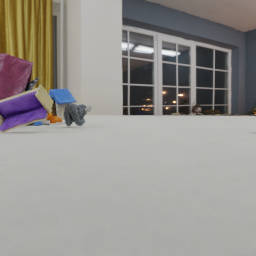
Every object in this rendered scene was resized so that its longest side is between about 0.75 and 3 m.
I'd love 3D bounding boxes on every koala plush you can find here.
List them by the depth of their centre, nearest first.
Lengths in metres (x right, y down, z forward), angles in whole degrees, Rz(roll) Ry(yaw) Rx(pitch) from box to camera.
[{"bbox_3d":[-1.478,-0.492,8.390,0.672,0.697,0.758,0,21,33],"label":"koala plush"}]

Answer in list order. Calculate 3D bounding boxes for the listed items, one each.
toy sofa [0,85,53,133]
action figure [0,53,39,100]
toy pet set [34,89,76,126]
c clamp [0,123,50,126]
[{"bbox_3d":[-2.284,-0.406,5.971,1.255,0.520,0.612,-15,40,14],"label":"toy sofa"},{"bbox_3d":[-3.861,-1.682,7.191,2.970,1.989,2.212,32,-10,-17],"label":"action figure"},{"bbox_3d":[-3.102,-0.861,10.772,2.163,1.230,2.317,-11,10,-43],"label":"toy pet set"},{"bbox_3d":[-3.537,-0.174,9.030,1.364,0.216,1.596,0,1,14],"label":"c clamp"}]
